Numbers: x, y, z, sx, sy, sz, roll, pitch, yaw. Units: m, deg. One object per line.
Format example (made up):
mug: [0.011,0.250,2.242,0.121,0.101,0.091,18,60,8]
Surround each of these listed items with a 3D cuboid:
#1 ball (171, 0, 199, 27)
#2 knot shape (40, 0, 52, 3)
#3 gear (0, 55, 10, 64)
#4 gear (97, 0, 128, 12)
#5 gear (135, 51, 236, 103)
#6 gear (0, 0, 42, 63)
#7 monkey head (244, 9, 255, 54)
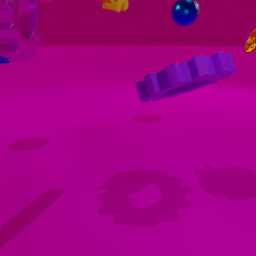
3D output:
ball: [1.742,-3.561,8.627,0.849,0.849,0.849,0,18,0]
knot shape: [-2.079,-3.336,6.075,0.738,1.598,1.495,-9,56,-12]
gear: [-2.273,-1.958,4.654,0.317,1.713,1.713,-6,19,-14]
gear: [-0.132,-2.378,4.011,0.240,1.298,1.298,15,21,15]
gear: [0.888,-0.769,4.452,1.512,0.280,1.512,-16,-3,-1]
gear: [-1.463,-1.576,3.742,0.248,1.339,1.339,5,18,-1]
monkey head: [2.837,-2.151,5.030,1.796,1.083,1.292,-25,41,19]
